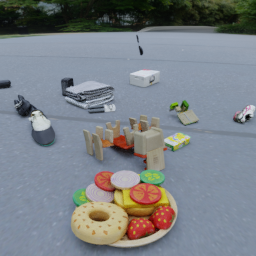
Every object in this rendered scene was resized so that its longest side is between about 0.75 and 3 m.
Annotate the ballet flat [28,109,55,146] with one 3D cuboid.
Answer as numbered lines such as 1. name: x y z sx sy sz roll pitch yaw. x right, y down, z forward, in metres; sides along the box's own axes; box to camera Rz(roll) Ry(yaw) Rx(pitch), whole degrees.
1. ballet flat: -3.498 -0.147 11.117 0.908 0.908 2.485 -10 27 -21

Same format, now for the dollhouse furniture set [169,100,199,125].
1. dollhouse furniture set: 2.499 -0.538 12.671 0.840 0.644 1.283 -17 58 -20

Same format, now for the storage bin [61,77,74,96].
1. storage bin: -3.390 -2.318 15.770 0.446 0.950 0.642 7 25 16

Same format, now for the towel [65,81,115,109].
1. towel: -2.033 -1.853 14.779 2.162 0.925 1.790 -22 32 -39

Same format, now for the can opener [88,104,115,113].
1. can opener: -1.261 -0.913 13.539 1.360 0.358 0.452 -6 -10 -16

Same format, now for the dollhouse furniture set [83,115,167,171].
1. dollhouse furniture set: 0.123 0.555 9.598 2.541 1.309 2.514 -16 17 -31

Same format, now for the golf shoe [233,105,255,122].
1. golf shoe: 5.363 -0.589 12.563 1.439 0.522 0.663 -28 40 -31

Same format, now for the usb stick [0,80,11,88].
1. usb stick: -8.517 -2.540 16.856 2.767 0.451 0.767 -13 28 -25

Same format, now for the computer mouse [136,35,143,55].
1. computer mouse: 0.607 -4.205 14.214 0.192 1.125 0.330 -12 44 7

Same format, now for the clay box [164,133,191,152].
1. clay box: 1.819 0.498 10.430 1.067 0.254 0.613 -20 31 -37

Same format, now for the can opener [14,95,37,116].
1. can opener: -5.173 -1.095 13.606 0.758 0.941 2.392 -50 38 -9

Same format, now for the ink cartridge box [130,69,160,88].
1. ink cartridge box: 1.077 -3.224 18.015 1.258 0.730 1.705 18 32 35

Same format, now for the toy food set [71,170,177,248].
1. toy food set: -0.089 1.864 6.974 2.601 0.633 2.575 -3 24 -4
